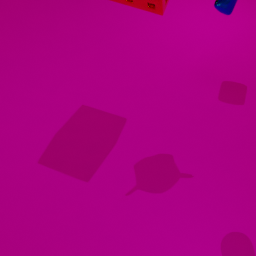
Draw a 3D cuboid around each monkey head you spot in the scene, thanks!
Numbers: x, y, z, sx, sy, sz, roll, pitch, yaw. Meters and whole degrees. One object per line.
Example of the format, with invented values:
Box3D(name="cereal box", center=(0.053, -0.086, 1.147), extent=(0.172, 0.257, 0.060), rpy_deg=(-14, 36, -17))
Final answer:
Box3D(name="monkey head", center=(1.981, -2.373, 4.508), extent=(1.605, 1.154, 0.967), rpy_deg=(16, 23, -29))

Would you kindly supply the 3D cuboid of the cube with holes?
Box3D(name="cube with holes", center=(0.218, -3.232, 5.102), extent=(1.399, 1.399, 1.399), rpy_deg=(21, 83, 12))
